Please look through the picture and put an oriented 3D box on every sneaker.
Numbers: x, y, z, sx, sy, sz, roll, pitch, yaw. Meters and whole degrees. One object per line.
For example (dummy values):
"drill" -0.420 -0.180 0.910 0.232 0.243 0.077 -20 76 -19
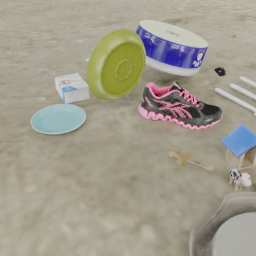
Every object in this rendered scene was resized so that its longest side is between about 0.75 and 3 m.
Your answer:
"sneaker" 1.704 -0.828 9.100 2.770 1.321 1.094 10 35 11

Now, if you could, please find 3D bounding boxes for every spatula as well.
"spatula" 4.861 -1.037 10.309 2.023 0.234 2.910 -26 45 -24

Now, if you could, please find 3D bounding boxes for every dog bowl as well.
"dog bowl" 1.650 -3.256 11.222 2.910 1.146 2.910 12 33 -8
"dog bowl" 2.481 2.502 4.788 2.961 0.868 2.961 0 35 0

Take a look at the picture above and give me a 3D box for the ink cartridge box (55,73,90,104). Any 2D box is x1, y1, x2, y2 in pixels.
"ink cartridge box" -2.147 -1.541 10.721 0.965 0.565 1.335 -17 38 -21

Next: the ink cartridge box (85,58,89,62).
"ink cartridge box" -1.315 -3.216 13.408 1.169 0.293 0.948 -33 47 -24

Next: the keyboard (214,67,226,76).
"keyboard" 4.155 -2.486 12.479 0.399 0.152 0.766 -21 36 10

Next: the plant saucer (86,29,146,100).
"plant saucer" -0.223 -1.846 8.659 2.312 2.312 0.359 -26 45 -32

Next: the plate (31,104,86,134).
"plate" -2.265 -0.257 9.223 1.767 0.226 1.767 -1 35 1

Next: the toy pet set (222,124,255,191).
"toy pet set" 3.420 0.792 7.027 1.988 1.056 1.856 -10 37 -14

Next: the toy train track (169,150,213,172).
"toy train track" 1.683 0.939 7.598 1.214 0.197 0.696 20 33 17
